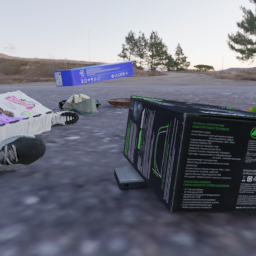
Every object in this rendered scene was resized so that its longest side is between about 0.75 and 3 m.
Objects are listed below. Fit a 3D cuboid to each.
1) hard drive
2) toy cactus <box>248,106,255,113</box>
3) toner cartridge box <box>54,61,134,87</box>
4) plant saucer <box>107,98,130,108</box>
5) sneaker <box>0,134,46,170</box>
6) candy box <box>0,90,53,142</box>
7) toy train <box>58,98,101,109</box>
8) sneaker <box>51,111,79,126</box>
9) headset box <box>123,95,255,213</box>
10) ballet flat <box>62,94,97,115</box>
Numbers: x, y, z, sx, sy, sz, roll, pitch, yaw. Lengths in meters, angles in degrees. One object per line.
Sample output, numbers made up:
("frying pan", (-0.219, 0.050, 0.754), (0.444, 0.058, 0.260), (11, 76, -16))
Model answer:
("hard drive", (0.261, 0.743, 4.292), (0.879, 0.144, 0.613), (-1, 10, -11))
("toy cactus", (4.206, -0.147, 7.730), (1.626, 1.007, 1.970), (21, 12, 10))
("toner cartridge box", (-1.228, -2.042, 10.466), (2.716, 0.586, 1.290), (-19, 19, -38))
("plant saucer", (0.072, -1.352, 15.027), (2.394, 0.384, 2.394), (0, 11, 0))
("sneaker", (-2.133, 0.559, 4.399), (1.580, 0.593, 0.912), (-11, 16, -2))
("candy box", (-3.002, -0.281, 6.926), (1.432, 0.611, 1.707), (28, 29, 25))
("toy train", (-2.391, -1.235, 14.036), (2.168, 0.497, 0.370), (-5, 11, -24))
("sneaker", (-2.336, -0.327, 9.185), (1.434, 0.477, 0.649), (-10, 17, -36))
("headset box", (1.140, 0.224, 4.009), (1.997, 1.064, 2.293), (5, 9, -14))
("ballet flat", (-2.184, -1.123, 12.549), (0.870, 0.822, 2.581), (-8, 13, -36))
